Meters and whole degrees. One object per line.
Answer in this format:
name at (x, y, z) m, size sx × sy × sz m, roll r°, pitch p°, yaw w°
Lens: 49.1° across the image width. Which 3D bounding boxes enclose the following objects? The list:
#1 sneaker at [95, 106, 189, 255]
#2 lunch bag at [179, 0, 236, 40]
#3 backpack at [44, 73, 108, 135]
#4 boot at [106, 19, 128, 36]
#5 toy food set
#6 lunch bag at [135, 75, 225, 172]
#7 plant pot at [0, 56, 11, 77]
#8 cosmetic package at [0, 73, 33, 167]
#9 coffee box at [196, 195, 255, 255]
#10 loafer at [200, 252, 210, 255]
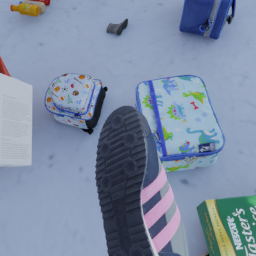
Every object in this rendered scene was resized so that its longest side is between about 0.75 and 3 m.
sneaker at (0.279, 1.140, 4.266) m, size 1.036 × 1.211 × 2.953 m, roll -18°, pitch 71°, yaw 35°
lunch bag at (3.026, -4.559, 10.185) m, size 1.791 × 1.839 × 2.707 m, roll 15°, pitch 60°, yaw 9°
backpack at (-1.630, -0.836, 8.333) m, size 1.630 × 1.318 × 1.711 m, roll 6°, pitch 61°, yaw 16°
boot at (-0.414, -3.943, 10.731) m, size 0.606 × 0.321 × 0.921 m, roll 21°, pitch 56°, yaw 18°
toy food set at (-3.752, -5.492, 11.077) m, size 1.068 × 1.133 × 2.374 m, roll 10°, pitch 88°, yaw 6°
lunch bag at (1.322, -0.174, 7.981) m, size 2.230 × 1.144 × 2.775 m, roll -6°, pitch 58°, yaw 0°
plant pot at (-3.986, -0.380, 7.486) m, size 2.472 × 2.470 × 2.179 m, roll -30°, pitch 74°, yaw -17°
cosmetic package at (-2.251, -0.094, 5.149) m, size 0.566 × 0.806 × 1.590 m, roll -7°, pitch 79°, yaw 24°
coffee box at (3.149, 2.428, 6.448) m, size 2.803 × 0.616 × 1.724 m, roll -1°, pitch 58°, yaw -11°
loafer at (1.967, 3.020, 6.440) m, size 1.321 × 0.415 × 0.475 m, roll -18°, pitch 61°, yaw -11°
